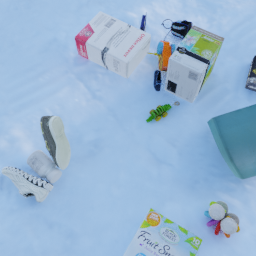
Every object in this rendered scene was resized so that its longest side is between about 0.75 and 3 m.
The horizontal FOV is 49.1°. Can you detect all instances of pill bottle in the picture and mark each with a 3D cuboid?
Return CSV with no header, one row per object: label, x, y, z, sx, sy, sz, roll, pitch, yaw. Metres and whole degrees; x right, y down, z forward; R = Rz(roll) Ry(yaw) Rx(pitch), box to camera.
pill bottle,-2.703,1.271,9.113,1.101,0.630,0.630,38,69,18

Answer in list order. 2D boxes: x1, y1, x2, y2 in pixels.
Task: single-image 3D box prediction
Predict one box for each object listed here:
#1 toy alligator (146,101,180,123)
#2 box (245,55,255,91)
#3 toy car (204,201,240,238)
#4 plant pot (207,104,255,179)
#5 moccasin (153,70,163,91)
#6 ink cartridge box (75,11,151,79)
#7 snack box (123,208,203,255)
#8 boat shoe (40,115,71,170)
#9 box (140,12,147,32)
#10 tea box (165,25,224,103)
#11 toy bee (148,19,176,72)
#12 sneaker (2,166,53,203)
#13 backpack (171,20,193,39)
toy alligator,1.300,-0.687,10.248,1.534,0.416,0.455,-31,67,-15
box,5.643,-1.933,10.876,1.853,0.455,1.493,20,67,10
toy car,2.728,2.738,8.318,0.823,0.960,1.097,-47,68,18
plant pot,3.633,0.492,8.925,1.458,1.459,2.064,-18,83,8
moccasin,1.122,-1.768,10.533,0.322,0.800,0.273,-18,18,-32
ink cartridge box,-0.571,-3.353,11.271,2.474,1.043,1.791,30,66,14
snack box,0.743,3.769,7.804,1.725,0.643,2.426,29,66,14
boat shoe,-2.276,0.462,8.786,0.565,1.889,0.675,8,32,23
box,0.626,-4.117,11.595,0.192,1.185,0.718,8,62,5
tea box,2.366,-2.291,10.235,1.256,1.880,1.849,28,68,15
toy bee,1.507,-3.068,11.203,1.310,1.088,2.001,26,75,-5
sneaker,-3.304,1.762,8.887,1.785,0.671,0.724,22,73,12
backpack,2.261,-4.243,11.950,0.820,0.749,0.552,25,56,25
